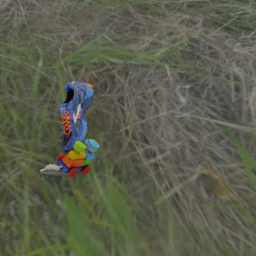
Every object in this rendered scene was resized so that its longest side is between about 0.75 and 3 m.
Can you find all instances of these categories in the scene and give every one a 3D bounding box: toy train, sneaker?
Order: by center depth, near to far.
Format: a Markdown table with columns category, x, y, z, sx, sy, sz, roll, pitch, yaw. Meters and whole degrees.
| category | x | y | z | sx | sy | sz | roll | pitch | yaw |
| --- | --- | --- | --- | --- | --- | --- | --- | --- | --- |
| toy train | -1.424 | 0.725 | 7.167 | 0.667 | 1.575 | 0.912 | 42 | 106 | 24 |
| sneaker | -1.649 | -0.369 | 8.103 | 0.805 | 0.839 | 2.138 | -10 | 68 | 46 |
